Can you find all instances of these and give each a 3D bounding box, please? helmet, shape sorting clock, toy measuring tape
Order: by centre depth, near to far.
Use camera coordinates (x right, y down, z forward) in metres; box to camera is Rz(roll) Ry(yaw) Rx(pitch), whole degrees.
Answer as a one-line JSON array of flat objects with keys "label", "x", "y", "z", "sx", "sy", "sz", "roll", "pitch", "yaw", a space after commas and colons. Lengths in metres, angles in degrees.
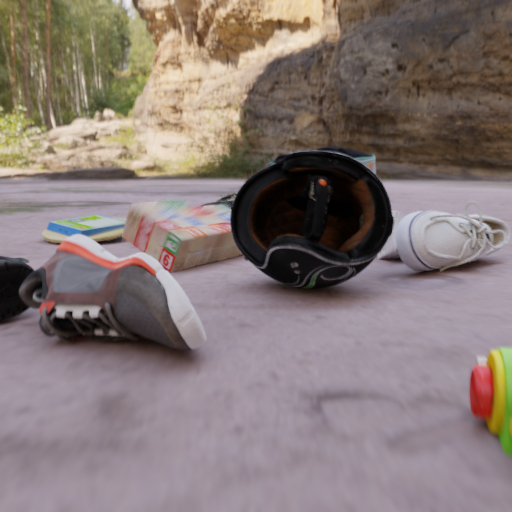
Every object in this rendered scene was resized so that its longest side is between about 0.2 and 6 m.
[{"label": "toy measuring tape", "x": 1.725, "y": 0.816, "z": 3.851, "sx": 0.591, "sy": 0.591, "sz": 1.606, "roll": 2, "pitch": 10, "yaw": 14}, {"label": "helmet", "x": 0.682, "y": -0.435, "z": 7.465, "sx": 1.914, "sy": 1.914, "sz": 1.825, "roll": -4, "pitch": -6, "yaw": -24}, {"label": "shape sorting clock", "x": -3.627, "y": -0.553, "z": 12.256, "sx": 1.983, "sy": 0.389, "sz": 1.983, "roll": 1, "pitch": 14, "yaw": 0}]

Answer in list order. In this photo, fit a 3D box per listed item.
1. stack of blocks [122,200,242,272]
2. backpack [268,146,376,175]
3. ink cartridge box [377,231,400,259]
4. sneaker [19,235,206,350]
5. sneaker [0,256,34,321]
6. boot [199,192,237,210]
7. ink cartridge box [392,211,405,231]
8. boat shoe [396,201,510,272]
[{"label": "stack of blocks", "x": -1.083, "y": -0.430, "z": 9.622, "sx": 1.196, "sy": 0.608, "sz": 2.076, "roll": 33, "pitch": 25, "yaw": 27}, {"label": "backpack", "x": 1.848, "y": -1.863, "z": 14.782, "sx": 2.393, "sy": 2.087, "sz": 2.722, "roll": -9, "pitch": 5, "yaw": -28}, {"label": "ink cartridge box", "x": 2.592, "y": -0.198, "z": 9.698, "sx": 0.855, "sy": 0.360, "sz": 0.624, "roll": -2, "pitch": -16, "yaw": -14}, {"label": "sneaker", "x": -1.469, "y": 0.543, "z": 5.343, "sx": 2.495, "sy": 0.962, "sz": 1.022, "roll": 13, "pitch": 45, "yaw": 47}, {"label": "sneaker", "x": -3.539, "y": 0.345, "z": 5.921, "sx": 1.497, "sy": 0.862, "sz": 2.871, "roll": 8, "pitch": 8, "yaw": 37}, {"label": "boot", "x": -0.001, "y": -1.159, "z": 13.822, "sx": 2.658, "sy": 0.959, "sz": 2.007, "roll": -2, "pitch": 13, "yaw": 10}, {"label": "ink cartridge box", "x": 2.312, "y": -0.495, "z": 10.612, "sx": 1.216, "sy": 0.513, "sz": 0.888, "roll": 6, "pitch": -12, "yaw": 45}, {"label": "boat shoe", "x": 3.321, "y": -0.296, "z": 8.842, "sx": 2.680, "sy": 0.990, "sz": 1.142, "roll": 0, "pitch": -10, "yaw": -44}]
